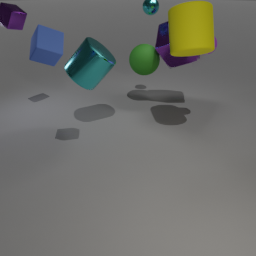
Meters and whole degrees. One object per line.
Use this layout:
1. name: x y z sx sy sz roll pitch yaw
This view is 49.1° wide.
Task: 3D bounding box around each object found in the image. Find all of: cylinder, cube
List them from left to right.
1. cube: -4.378 -4.196 10.555 0.700 0.700 0.700 40 30 16
2. cube: -2.178 -2.188 7.497 0.700 0.700 0.700 10 -22 -32
3. cylinder: -1.399 -2.378 10.417 1.400 1.400 1.400 37 24 -20
4. cube: 2.138 -3.611 11.798 1.400 1.400 1.400 -9 58 34
5. cylinder: 2.021 -3.119 8.978 1.400 1.400 1.400 -4 5 0

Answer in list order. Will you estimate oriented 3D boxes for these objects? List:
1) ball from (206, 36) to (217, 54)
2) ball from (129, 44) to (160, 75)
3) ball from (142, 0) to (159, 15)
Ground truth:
1. ball: 2.764 -2.939 9.814 0.700 0.700 0.700 0 28 0
2. ball: 0.748 -3.110 12.760 1.400 1.400 1.400 0 28 0
3. ball: 0.959 -5.109 11.767 0.700 0.700 0.700 0 28 0
